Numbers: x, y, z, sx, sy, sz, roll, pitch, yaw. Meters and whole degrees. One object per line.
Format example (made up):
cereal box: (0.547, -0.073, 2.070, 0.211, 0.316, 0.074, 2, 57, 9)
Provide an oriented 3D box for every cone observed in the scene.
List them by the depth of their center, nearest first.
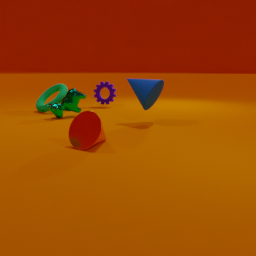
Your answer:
cone: (-0.788, 0.170, 6.879, 0.942, 0.942, 0.946, 8, -12, 31)
cone: (0.416, -1.390, 9.502, 1.167, 1.163, 1.163, 34, 25, 18)

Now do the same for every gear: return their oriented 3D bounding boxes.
gear: (-1.096, -1.646, 13.248, 1.075, 1.075, 0.199, 4, 6, 18)

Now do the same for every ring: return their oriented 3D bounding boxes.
ring: (-3.244, -1.290, 11.905, 1.580, 0.316, 1.580, -22, 39, 19)

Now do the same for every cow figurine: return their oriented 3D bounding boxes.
cow figurine: (-2.310, -0.950, 10.455, 1.248, 1.268, 0.696, 16, 8, -41)
